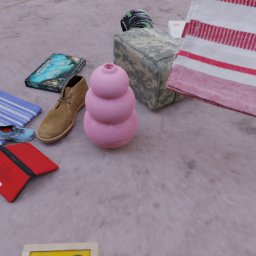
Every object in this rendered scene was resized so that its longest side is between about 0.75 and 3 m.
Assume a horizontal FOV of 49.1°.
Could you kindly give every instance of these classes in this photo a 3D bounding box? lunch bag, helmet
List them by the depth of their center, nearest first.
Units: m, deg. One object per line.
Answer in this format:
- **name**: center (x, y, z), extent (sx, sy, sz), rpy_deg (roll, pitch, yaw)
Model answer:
- **lunch bag**: center (1.072, -2.043, 8.920), extent (2.218, 1.843, 2.644), rpy_deg (-25, 49, -23)
- **helmet**: center (0.433, -4.387, 11.974), extent (1.273, 1.335, 1.335), rpy_deg (-26, 46, -2)

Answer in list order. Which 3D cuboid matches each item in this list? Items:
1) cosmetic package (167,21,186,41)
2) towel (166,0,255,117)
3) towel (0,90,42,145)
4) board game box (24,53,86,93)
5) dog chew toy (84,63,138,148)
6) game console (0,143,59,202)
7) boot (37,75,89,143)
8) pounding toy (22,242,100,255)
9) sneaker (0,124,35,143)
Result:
- **cosmetic package**: center (2.934, -3.965, 11.929), extent (2.346, 0.606, 1.769), rpy_deg (0, 40, 1)
- **towel**: center (1.945, -1.718, 4.899), extent (1.991, 2.764, 0.314), rpy_deg (20, 15, 22)
- **towel**: center (-3.972, -0.105, 8.056), extent (1.862, 0.307, 2.572), rpy_deg (21, 48, 18)
- **board game box**: center (-2.545, -2.022, 10.052), extent (1.378, 0.287, 2.037), rpy_deg (12, 44, 13)
- **dog chew toy**: center (-0.443, -0.562, 6.977), extent (1.428, 2.293, 1.428), rpy_deg (0, 45, 0)
- **game console**: center (-2.655, 1.028, 6.885), extent (1.386, 0.823, 1.194), rpy_deg (30, 82, 29)
- **boot**: center (-1.882, -0.647, 8.100), extent (0.932, 0.955, 2.531), rpy_deg (14, 46, 12)
- **pounding toy**: center (-0.710, 2.814, 4.364), extent (2.053, 0.939, 1.803), rpy_deg (-2, 43, -1)
- **sneaker**: center (-3.008, 0.121, 7.483), extent (0.989, 0.445, 0.388), rpy_deg (3, 58, -26)
